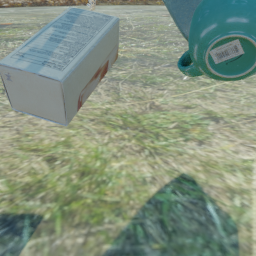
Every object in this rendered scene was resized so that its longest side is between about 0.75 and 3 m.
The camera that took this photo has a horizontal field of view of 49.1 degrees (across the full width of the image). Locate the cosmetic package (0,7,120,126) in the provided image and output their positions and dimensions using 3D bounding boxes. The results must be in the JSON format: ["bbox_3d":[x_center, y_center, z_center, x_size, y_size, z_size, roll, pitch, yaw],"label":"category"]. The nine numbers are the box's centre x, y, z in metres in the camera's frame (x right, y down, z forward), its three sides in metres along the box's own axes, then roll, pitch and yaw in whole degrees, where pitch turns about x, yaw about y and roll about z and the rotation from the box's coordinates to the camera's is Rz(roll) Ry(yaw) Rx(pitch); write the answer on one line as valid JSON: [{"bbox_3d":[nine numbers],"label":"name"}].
[{"bbox_3d":[-1.410,-1.593,6.653,1.521,1.284,2.942,18,47,13],"label":"cosmetic package"}]

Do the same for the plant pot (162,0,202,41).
[{"bbox_3d":[2.464,-3.421,8.100,2.077,2.121,2.082,-16,27,28],"label":"plant pot"}]

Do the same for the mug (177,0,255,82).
[{"bbox_3d":[1.707,-1.391,4.795,1.412,1.718,1.062,14,51,2],"label":"mug"}]

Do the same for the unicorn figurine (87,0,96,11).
[{"bbox_3d":[-1.036,-3.770,7.656,0.781,1.137,0.420,39,24,0],"label":"unicorn figurine"}]
